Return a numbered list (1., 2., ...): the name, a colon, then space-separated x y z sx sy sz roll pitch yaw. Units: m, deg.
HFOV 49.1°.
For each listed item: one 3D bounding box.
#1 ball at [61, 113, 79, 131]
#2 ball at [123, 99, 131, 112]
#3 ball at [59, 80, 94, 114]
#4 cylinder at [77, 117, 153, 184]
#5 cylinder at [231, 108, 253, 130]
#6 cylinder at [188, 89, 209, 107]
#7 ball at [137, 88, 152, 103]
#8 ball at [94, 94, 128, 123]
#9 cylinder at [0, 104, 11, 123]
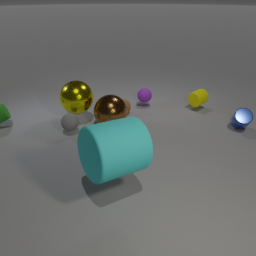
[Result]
1. ball: -2.276 -0.236 10.987 0.700 0.700 0.700 0 27 0
2. ball: -0.220 -0.973 12.858 0.700 0.700 0.700 0 27 0
3. ball: -2.131 -1.270 11.621 1.400 1.400 1.400 0 27 0
4. cylinder: -0.337 0.517 6.920 1.400 1.400 1.400 -13 30 -30
5. cylinder: 4.610 -0.367 11.352 0.700 0.700 0.700 -2 70 6
6. cylinder: 3.309 -1.414 13.191 0.700 0.700 0.700 -26 37 -35
7. ball: 0.806 -1.587 13.588 0.700 0.700 0.700 0 27 0
8. ball: -0.714 -0.678 11.545 1.400 1.400 1.400 0 27 0
9. cylinder: -5.317 -0.542 11.478 0.700 0.700 0.700 -29 32 -5
